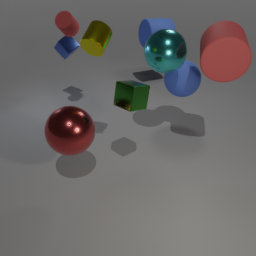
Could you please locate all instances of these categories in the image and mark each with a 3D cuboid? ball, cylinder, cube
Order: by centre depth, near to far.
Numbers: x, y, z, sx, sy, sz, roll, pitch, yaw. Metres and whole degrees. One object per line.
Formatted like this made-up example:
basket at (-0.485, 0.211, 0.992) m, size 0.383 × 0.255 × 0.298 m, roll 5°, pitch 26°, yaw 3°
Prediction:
cylinder at (-0.868, -2.458, 7.720) m, size 0.700 × 0.700 × 0.700 m, roll 13°, pitch 66°, yaw 20°
ball at (-1.618, 0.079, 7.861) m, size 1.400 × 1.400 × 1.400 m, roll 0°, pitch 32°, yaw 0°
cube at (0.102, -0.920, 7.912) m, size 0.700 × 0.700 × 0.700 m, roll 25°, pitch 26°, yaw 38°
cylinder at (2.897, -2.320, 8.455) m, size 1.400 × 1.400 × 1.400 m, roll 6°, pitch 40°, yaw 10°
ball at (1.218, -2.477, 9.087) m, size 1.400 × 1.400 × 1.400 m, roll 0°, pitch 32°, yaw 0°
cylinder at (-2.263, -3.871, 10.437) m, size 0.700 × 0.700 × 0.700 m, roll 8°, pitch -5°, yaw 12°
ball at (2.087, -1.890, 10.751) m, size 1.400 × 1.400 × 1.400 m, roll 0°, pitch 32°, yaw 0°
cube at (-2.693, -3.575, 12.303) m, size 0.700 × 0.700 × 0.700 m, roll -49°, pitch 15°, yaw -26°
cylinder at (1.446, -4.756, 14.074) m, size 1.400 × 1.400 × 1.400 m, roll -11°, pitch 33°, yaw -23°
